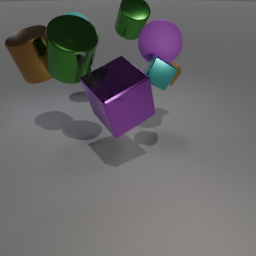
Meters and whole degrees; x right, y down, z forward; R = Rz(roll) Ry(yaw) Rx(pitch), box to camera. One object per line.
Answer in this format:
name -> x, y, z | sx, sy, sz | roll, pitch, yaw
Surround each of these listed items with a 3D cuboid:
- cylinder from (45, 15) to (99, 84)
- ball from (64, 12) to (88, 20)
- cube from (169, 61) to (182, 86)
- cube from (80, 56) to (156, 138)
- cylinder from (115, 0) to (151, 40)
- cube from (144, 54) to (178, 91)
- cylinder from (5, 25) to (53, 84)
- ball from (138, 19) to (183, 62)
cylinder -> -1.648, -2.235, 8.078 | 1.400, 1.400, 1.400 | 7, 61, -13
ball -> -2.168, -3.924, 11.291 | 1.400, 1.400, 1.400 | 0, 28, 0
cube -> 1.531, -2.160, 10.718 | 0.700, 0.700, 0.700 | 38, 4, 21
cube -> -0.253, -0.874, 7.806 | 1.400, 1.400, 1.400 | -32, 50, -14
cylinder -> 0.187, -5.113, 13.104 | 1.400, 1.400, 1.400 | 5, 68, -13
cube -> 0.892, -1.584, 7.955 | 0.700, 0.700, 0.700 | 27, 20, -11
cylinder -> -3.041, -2.409, 9.186 | 1.400, 1.400, 1.400 | -11, 40, 9
ball -> 1.019, -2.699, 8.854 | 1.400, 1.400, 1.400 | 0, 28, 0
